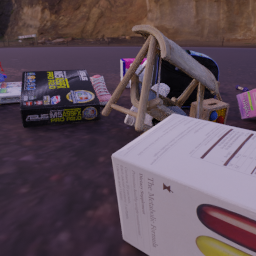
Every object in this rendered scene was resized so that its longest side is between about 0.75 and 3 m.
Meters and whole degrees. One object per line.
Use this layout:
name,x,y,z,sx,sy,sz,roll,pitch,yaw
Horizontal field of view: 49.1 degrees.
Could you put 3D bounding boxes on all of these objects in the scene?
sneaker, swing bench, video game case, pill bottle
sneaker,-1.020,-1.347,9.744,0.650,0.902,1.726,-7,21,-25
swing bench,0.781,-0.752,5.573,1.872,1.882,1.221,19,4,-43
video game case,-4.148,-1.424,10.792,2.545,0.331,2.796,-7,20,-19
sneaker,0.693,-0.458,7.203,0.890,0.698,1.792,37,54,8
pill bottle,1.330,-1.958,10.749,2.458,1.379,1.379,-2,19,-5

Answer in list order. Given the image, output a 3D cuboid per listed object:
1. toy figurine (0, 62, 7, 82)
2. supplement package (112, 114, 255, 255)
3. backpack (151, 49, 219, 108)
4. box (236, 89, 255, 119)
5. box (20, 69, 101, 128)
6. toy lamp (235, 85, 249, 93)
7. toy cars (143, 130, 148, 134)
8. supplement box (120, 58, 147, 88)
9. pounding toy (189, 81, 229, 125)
toy figurine,-5.389,-2.069,11.019,0.946,0.833,1.580,19,28,34
supplement package,1.092,0.805,2.766,2.203,1.253,1.207,15,34,38
backpack,1.803,-1.619,9.102,2.012,1.841,1.479,4,19,-2
box,3.891,-0.785,7.326,1.309,0.719,1.488,-13,-3,-12
box,-2.061,-0.999,8.314,2.060,0.569,2.571,-6,34,-15
toy lamp,4.696,-1.608,11.507,0.230,0.230,0.791,-3,20,-8
toy cars,1.065,0.439,5.287,1.737,0.384,0.778,6,59,16
supplement box,0.852,-2.514,12.652,2.305,1.167,1.191,-2,19,-6
pounding toy,2.041,-0.456,6.547,1.095,1.246,0.570,-13,29,-33
